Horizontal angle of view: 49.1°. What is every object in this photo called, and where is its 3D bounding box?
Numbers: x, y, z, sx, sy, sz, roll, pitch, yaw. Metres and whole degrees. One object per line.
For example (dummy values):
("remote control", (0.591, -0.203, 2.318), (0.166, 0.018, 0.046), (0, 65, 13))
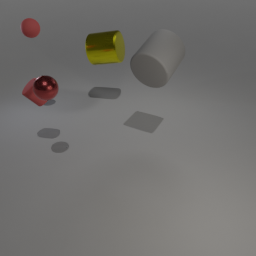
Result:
("cylinder", (-1.003, -3.608, 12.645), (1.400, 1.400, 1.400), (0, 29, 18))
("cylinder", (-3.047, -1.197, 9.392), (0.700, 0.700, 0.700), (-29, 40, 28))
("ball", (-2.301, -1.120, 7.844), (0.700, 0.700, 0.700), (0, 30, 0))
("cylinder", (1.003, -2.305, 9.357), (1.400, 1.400, 1.400), (18, 56, 28))
("ball", (-3.637, -3.726, 10.444), (0.700, 0.700, 0.700), (0, 30, 0))
